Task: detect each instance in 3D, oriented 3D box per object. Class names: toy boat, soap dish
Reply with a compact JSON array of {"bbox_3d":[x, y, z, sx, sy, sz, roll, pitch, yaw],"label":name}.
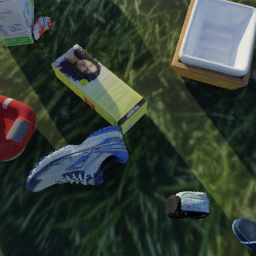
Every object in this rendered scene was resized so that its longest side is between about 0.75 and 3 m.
[{"bbox_3d":[-3.817,-0.315,7.212,2.612,1.708,1.705,19,68,8],"label":"toy boat"},{"bbox_3d":[2.662,-2.571,8.533,2.163,1.117,2.750,16,68,7],"label":"soap dish"}]

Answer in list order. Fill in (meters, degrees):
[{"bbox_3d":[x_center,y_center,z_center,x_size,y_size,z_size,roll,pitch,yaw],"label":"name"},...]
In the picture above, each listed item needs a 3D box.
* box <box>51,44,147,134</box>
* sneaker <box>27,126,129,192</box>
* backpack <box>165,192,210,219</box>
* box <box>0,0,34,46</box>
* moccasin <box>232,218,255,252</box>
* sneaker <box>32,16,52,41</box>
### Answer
[{"bbox_3d":[-0.847,-1.159,8.131,2.881,0.722,1.084,40,72,15],"label":"box"},{"bbox_3d":[-1.184,0.984,7.049,2.714,1.046,1.156,-29,73,-11],"label":"sneaker"},{"bbox_3d":[1.190,1.507,5.444,0.801,0.668,0.507,5,73,-11],"label":"backpack"},{"bbox_3d":[-3.718,-3.979,8.783,0.980,1.788,2.026,-7,66,-3],"label":"box"},{"bbox_3d":[3.382,2.694,6.476,1.871,0.638,0.753,31,70,13],"label":"moccasin"},{"bbox_3d":[-2.826,-3.320,9.295,0.516,0.322,0.963,2,64,4],"label":"sneaker"}]
